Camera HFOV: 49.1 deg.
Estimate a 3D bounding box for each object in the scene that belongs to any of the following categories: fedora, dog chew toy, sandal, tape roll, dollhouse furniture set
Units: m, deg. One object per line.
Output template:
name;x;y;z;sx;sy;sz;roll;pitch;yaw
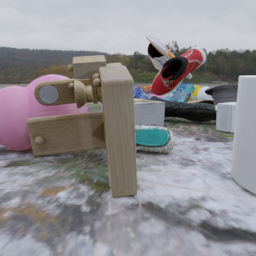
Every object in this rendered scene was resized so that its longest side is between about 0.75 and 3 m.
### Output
fedora;4.092;-0.933;10.627;2.344;1.197;2.651;2;3;1
dog chew toy;-2.327;-0.252;6.344;2.720;1.694;1.694;-12;14;-17
sandal;1.400;-2.320;10.140;2.671;0.766;1.023;30;26;-42
tape roll;2.917;0.066;4.288;2.459;1.688;2.459;0;11;0
dollhouse furniture set;-0.959;-0.011;4.615;1.847;2.156;2.267;-6;26;-6

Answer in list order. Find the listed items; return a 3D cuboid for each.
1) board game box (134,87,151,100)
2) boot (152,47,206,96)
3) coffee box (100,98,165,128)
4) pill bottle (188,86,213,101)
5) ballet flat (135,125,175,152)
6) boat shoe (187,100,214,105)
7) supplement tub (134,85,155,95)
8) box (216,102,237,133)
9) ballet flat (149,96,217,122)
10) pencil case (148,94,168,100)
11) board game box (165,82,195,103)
board game box;0.119;-1.150;11.637;1.995;0.433;1.985;10;-11;40
boot;0.994;-1.320;7.324;1.373;0.689;1.903;-33;-4;-42
coffee box;0.077;-0.532;9.445;1.224;0.853;2.140;-5;12;-35
pill bottle;3.999;-1.724;15.091;1.049;1.049;1.874;-4;12;-18
ballet flat;0.171;0.264;6.498;1.967;0.706;0.706;9;14;29
boat shoe;3.096;-0.950;12.142;1.784;0.660;0.592;0;17;3
supplement tub;1.014;-1.517;13.663;2.218;1.186;1.186;-9;14;-36
box;3.197;-0.346;8.582;0.843;0.848;0.554;-7;11;-34
ballet flat;2.021;-0.756;9.974;2.937;0.834;0.976;7;-24;22
pencil case;1.684;-1.193;12.874;1.918;0.839;0.839;-8;13;-31
board game box;1.980;-1.253;10.952;0.838;1.110;0.261;27;-5;41
